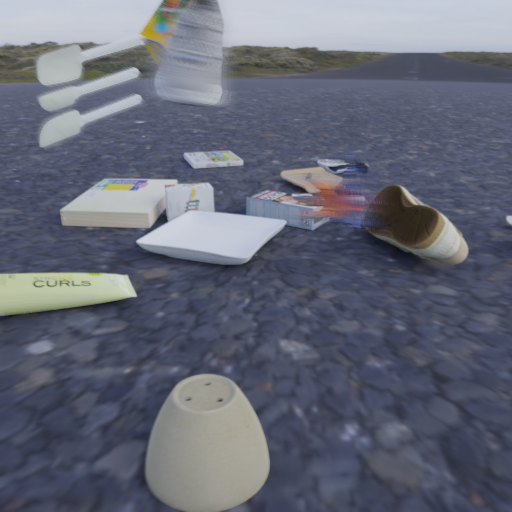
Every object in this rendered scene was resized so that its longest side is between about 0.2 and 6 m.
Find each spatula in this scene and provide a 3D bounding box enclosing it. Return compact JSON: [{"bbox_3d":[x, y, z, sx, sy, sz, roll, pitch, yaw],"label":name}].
[{"bbox_3d":[-2.661,-2.829,9.274,0.184,1.595,2.294,31,44,20],"label":"spatula"}]

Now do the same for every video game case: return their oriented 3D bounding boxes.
[{"bbox_3d":[-1.214,-2.683,15.565,1.365,0.172,1.500,-6,21,-15],"label":"video game case"}]

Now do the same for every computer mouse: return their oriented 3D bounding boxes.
[{"bbox_3d":[2.167,-2.277,14.378,1.430,0.314,0.784,-5,26,-29],"label":"computer mouse"}]

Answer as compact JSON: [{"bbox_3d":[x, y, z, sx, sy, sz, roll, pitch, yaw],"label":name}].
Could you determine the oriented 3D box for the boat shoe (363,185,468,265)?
[{"bbox_3d":[2.551,-0.483,9.203,0.846,0.939,2.604,33,8,-17],"label":"boat shoe"}]

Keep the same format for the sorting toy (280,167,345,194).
[{"bbox_3d":[1.391,-1.749,13.149,1.239,0.244,1.338,-10,28,-24],"label":"sorting toy"}]

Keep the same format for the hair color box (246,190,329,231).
[{"bbox_3d":[0.597,-0.890,10.623,1.444,0.438,0.715,14,25,30],"label":"hair color box"}]

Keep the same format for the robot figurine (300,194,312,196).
[{"bbox_3d":[0.963,-1.122,11.428,0.494,0.279,0.419,-7,-11,-18],"label":"robot figurine"}]

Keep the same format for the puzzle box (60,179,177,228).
[{"bbox_3d":[-2.650,-1.115,11.351,1.682,0.321,2.528,1,21,5],"label":"puzzle box"}]

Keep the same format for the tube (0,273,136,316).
[{"bbox_3d":[-2.672,0.444,7.188,2.131,0.553,0.618,-3,59,-20],"label":"tube"}]

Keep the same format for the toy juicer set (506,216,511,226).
[{"bbox_3d":[5.304,-0.362,8.833,1.801,0.770,2.831,2,21,6],"label":"toy juicer set"}]

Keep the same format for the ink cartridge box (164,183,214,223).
[{"bbox_3d":[-1.263,-1.012,10.636,0.881,0.637,0.640,-4,18,-12],"label":"ink cartridge box"}]

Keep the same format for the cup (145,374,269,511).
[{"bbox_3d":[-0.396,1.386,4.458,1.007,0.720,1.007,0,22,0],"label":"cup"}]

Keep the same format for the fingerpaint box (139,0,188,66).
[{"bbox_3d":[-1.575,-4.523,11.732,0.588,1.338,1.604,27,-10,22],"label":"fingerpaint box"}]

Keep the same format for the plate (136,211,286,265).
[{"bbox_3d":[-0.675,-0.294,9.284,1.914,0.310,1.918,7,23,20],"label":"plate"}]

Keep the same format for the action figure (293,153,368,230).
[{"bbox_3d":[0.654,-0.528,4.668,0.622,0.643,0.336,7,-11,-28],"label":"action figure"}]

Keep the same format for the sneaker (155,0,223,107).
[{"bbox_3d":[-0.714,-2.317,6.104,0.715,0.785,1.914,3,47,-8],"label":"sneaker"}]
